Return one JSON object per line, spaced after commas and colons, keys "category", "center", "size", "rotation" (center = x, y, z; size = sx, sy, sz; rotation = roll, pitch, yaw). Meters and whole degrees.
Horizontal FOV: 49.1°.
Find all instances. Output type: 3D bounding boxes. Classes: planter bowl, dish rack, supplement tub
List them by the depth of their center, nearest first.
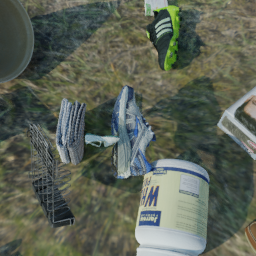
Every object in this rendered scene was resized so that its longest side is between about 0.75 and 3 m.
{"category": "dish rack", "center": [-1.687, 0.977, 6.034], "size": [0.575, 2.110, 1.618], "rotation": [-13, 36, -32]}
{"category": "supplement tub", "center": [1.034, 1.993, 6.512], "size": [1.586, 1.586, 2.188], "rotation": [9, 62, 5]}
{"category": "planter bowl", "center": [-4.742, -2.872, 8.721], "size": [1.955, 2.906, 2.906], "rotation": [10, 58, 37]}

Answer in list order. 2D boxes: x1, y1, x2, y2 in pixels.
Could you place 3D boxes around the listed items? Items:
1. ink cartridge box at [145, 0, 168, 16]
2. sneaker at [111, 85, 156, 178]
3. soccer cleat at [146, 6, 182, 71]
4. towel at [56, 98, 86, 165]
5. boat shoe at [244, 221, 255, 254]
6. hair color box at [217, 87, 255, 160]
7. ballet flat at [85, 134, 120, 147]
{"category": "ink cartridge box", "center": [1.093, -4.705, 10.856], "size": [0.848, 0.371, 0.616], "rotation": [-3, 62, 0]}
{"category": "sneaker", "center": [0.138, 0.082, 6.823], "size": [1.004, 0.908, 2.357], "rotation": [6, 68, -14]}
{"category": "soccer cleat", "center": [1.192, -3.117, 9.763], "size": [1.192, 0.993, 2.941], "rotation": [0, 58, 18]}
{"category": "towel", "center": [-1.501, 0.115, 7.737], "size": [0.647, 1.252, 1.511], "rotation": [4, 63, -1]}
{"category": "boat shoe", "center": [3.586, 2.981, 6.484], "size": [0.710, 0.693, 1.877], "rotation": [-33, 66, -16]}
{"category": "hair color box", "center": [4.305, -0.603, 8.313], "size": [2.997, 0.908, 1.483], "rotation": [-36, 68, -17]}
{"category": "ballet flat", "center": [-0.548, 0.284, 5.983], "size": [0.753, 0.261, 0.261], "rotation": [6, 61, -13]}
